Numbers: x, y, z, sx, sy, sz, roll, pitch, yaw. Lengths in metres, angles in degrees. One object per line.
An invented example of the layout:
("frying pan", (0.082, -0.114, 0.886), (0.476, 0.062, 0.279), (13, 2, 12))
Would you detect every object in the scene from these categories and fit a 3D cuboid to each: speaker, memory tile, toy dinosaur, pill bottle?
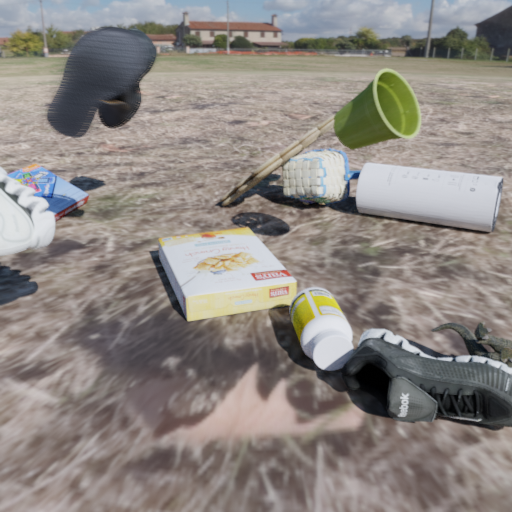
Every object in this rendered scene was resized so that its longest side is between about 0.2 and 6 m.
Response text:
("speaker", (3.668, -1.299, 12.059), (2.898, 1.177, 1.177), (11, 25, 25))
("memory tile", (0.537, -2.223, 13.208), (2.996, 0.252, 2.297), (-40, 6, -36))
("toy dinosaur", (3.072, 1.315, 6.397), (2.195, 1.123, 0.845), (2, 49, 33))
("pill bottle", (0.865, 0.961, 7.377), (0.677, 0.677, 1.204), (-3, 23, -6))

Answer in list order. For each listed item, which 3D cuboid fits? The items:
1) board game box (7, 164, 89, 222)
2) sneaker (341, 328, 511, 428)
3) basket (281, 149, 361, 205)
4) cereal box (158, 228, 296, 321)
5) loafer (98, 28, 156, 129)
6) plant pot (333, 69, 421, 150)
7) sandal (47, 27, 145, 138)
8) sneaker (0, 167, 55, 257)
("board game box", (-4.994, -1.171, 12.067), (1.528, 0.289, 2.967), (32, 26, -1))
("sneaker", (1.914, 1.492, 6.130), (2.256, 0.750, 1.021), (15, 30, 38))
("basket", (1.573, -1.875, 13.236), (1.851, 1.287, 1.632), (-19, 17, -41))
("cereal box", (-0.571, 0.213, 9.370), (1.754, 0.482, 2.438), (-8, 24, -18))
("loafer", (-2.812, -3.331, 11.086), (0.938, 2.577, 0.932), (39, 55, -1))
("plant pot", (1.738, -2.094, 8.454), (1.073, 1.073, 1.019), (-22, 2, -41))
("sandal", (-2.504, -2.680, 8.468), (2.377, 0.904, 0.509), (-28, 40, 42))
("sneaker", (-3.599, -0.857, 6.856), (2.371, 0.891, 0.961), (38, 37, 10))
